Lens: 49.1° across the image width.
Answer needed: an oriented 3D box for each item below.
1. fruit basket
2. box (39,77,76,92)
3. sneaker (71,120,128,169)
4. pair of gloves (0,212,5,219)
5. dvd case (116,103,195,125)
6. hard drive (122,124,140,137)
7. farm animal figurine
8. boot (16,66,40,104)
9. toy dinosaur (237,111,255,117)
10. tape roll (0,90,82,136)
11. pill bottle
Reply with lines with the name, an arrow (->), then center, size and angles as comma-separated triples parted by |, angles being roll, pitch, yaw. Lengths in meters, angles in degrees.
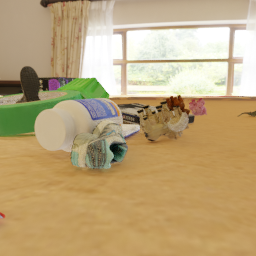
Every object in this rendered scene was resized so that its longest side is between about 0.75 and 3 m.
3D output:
fruit basket -> -2.214, -1.044, 11.539 | 2.421, 1.746, 2.421 | -29, 32, 20
box -> -3.365, -1.663, 13.819 | 1.447, 1.668, 2.729 | 2, 9, 15
sneaker -> -0.303, 0.314, 4.518 | 0.672, 0.604, 1.556 | 14, 19, 13
pair of gloves -> -1.720, 0.810, 2.105 | 1.331, 0.152, 1.070 | 3, 7, 14
dvd case -> 0.529, -0.482, 9.510 | 2.069, 0.341, 2.753 | -7, 17, -42
hard drive -> -0.299, 0.052, 7.023 | 0.909, 0.175, 1.377 | 2, 6, 15
farm animal figurine -> 0.986, -0.117, 6.448 | 1.442, 0.898, 1.786 | -19, 13, -2
boot -> -2.962, -0.889, 8.063 | 1.038, 1.577, 0.550 | -17, -7, 43
toy dinosaur -> 5.131, -0.590, 11.364 | 1.287, 0.305, 0.567 | 0, 14, 22
tape roll -> -2.805, -0.530, 8.011 | 2.992, 0.719, 2.992 | -4, 14, 1
pill bottle -> -0.903, -0.073, 5.365 | 0.955, 0.955, 1.705 | 4, 9, 29
